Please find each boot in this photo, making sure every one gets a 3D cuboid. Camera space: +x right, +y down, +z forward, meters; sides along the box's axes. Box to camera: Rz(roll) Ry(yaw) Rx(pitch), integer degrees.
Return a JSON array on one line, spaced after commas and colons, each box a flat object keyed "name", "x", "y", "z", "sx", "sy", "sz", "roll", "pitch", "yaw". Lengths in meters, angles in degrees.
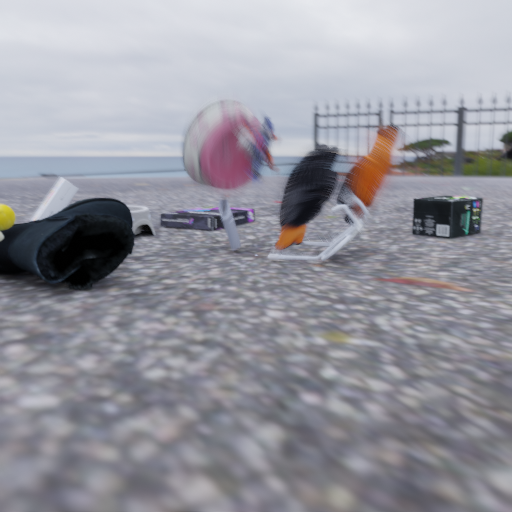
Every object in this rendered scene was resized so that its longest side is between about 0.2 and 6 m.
[{"name": "boot", "x": -2.455, "y": -0.245, "z": 8.378, "sx": 2.255, "sy": 1.025, "sz": 2.683, "roll": 5, "pitch": 17, "yaw": 42}]

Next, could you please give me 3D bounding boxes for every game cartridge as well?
[{"name": "game cartridge", "x": -0.492, "y": -0.566, "z": 10.460, "sx": 0.228, "sy": 0.741, "sz": 1.114, "roll": -21, "pitch": 22, "yaw": 0}]

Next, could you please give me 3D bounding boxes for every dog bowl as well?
[{"name": "dog bowl", "x": -3.340, "y": -0.746, "z": 12.466, "sx": 2.143, "sy": 0.628, "sz": 2.143, "roll": -1, "pitch": 10, "yaw": 0}, {"name": "dog bowl", "x": -0.516, "y": -2.001, "z": 10.485, "sx": 1.708, "sy": 1.708, "sz": 0.630, "roll": -8, "pitch": 33, "yaw": -39}]

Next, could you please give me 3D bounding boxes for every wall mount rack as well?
[{"name": "wall mount rack", "x": 1.124, "y": -0.330, "z": 9.631, "sx": 1.589, "sy": 0.682, "sz": 1.829, "roll": -40, "pitch": -2, "yaw": 24}]

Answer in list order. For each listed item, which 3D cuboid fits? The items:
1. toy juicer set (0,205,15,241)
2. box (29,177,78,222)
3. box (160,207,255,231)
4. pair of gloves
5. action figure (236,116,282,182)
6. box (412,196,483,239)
[{"name": "toy juicer set", "x": -3.773, "y": -0.029, "z": 7.451, "sx": 1.474, "sy": 0.631, "sz": 2.317, "roll": -38, "pitch": 31, "yaw": -13}, {"name": "box", "x": -4.444, "y": -1.031, "z": 12.150, "sx": 0.364, "sy": 1.377, "sz": 1.767, "roll": 35, "pitch": -4, "yaw": -25}, {"name": "box", "x": -1.215, "y": -0.988, "z": 14.444, "sx": 1.565, "sy": 0.395, "sz": 2.189, "roll": 5, "pitch": 13, "yaw": 26}, {"name": "pair of gloves", "x": 1.396, "y": -1.191, "z": 9.766, "sx": 2.416, "sy": 2.152, "sz": 0.299, "roll": -18, "pitch": 51, "yaw": -30}, {"name": "action figure", "x": 0.023, "y": -1.857, "z": 10.017, "sx": 0.604, "sy": 1.155, "sz": 1.117, "roll": 14, "pitch": -4, "yaw": 36}, {"name": "box", "x": 4.342, "y": -0.905, "z": 12.707, "sx": 1.361, "sy": 0.846, "sz": 1.011, "roll": -10, "pitch": 14, "yaw": -41}]
